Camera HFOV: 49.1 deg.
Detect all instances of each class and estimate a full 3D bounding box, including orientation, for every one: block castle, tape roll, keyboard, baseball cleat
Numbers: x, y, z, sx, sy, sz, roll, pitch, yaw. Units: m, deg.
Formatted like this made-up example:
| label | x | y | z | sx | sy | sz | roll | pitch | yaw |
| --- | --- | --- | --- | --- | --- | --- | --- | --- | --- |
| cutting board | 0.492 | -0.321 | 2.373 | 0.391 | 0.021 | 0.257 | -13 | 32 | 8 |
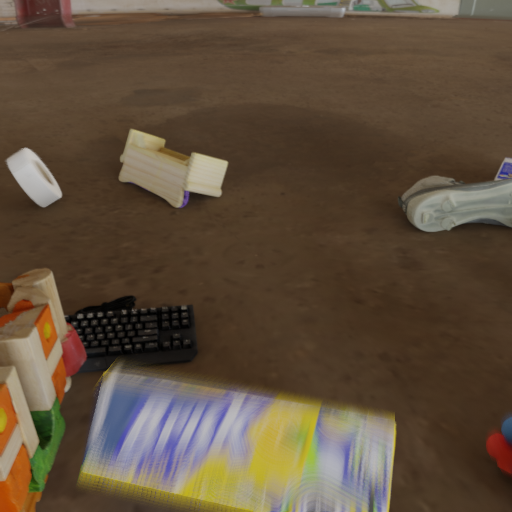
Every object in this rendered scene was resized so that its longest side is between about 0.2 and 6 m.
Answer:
| label | x | y | z | sx | sy | sz | roll | pitch | yaw |
| --- | --- | --- | --- | --- | --- | --- | --- | --- | --- |
| block castle | -2.897 | 1.536 | 4.820 | 2.225 | 1.562 | 3.330 | -5 | 26 | 1 |
| tape roll | -4.181 | -1.477 | 10.595 | 0.389 | 1.112 | 1.112 | -32 | 34 | -2 |
| keyboard | -1.973 | 0.927 | 7.156 | 2.367 | 0.304 | 1.421 | -4 | 29 | -8 |
| baseball cleat | 3.996 | -1.105 | 10.115 | 2.797 | 0.975 | 1.488 | -3 | 29 | -6 |

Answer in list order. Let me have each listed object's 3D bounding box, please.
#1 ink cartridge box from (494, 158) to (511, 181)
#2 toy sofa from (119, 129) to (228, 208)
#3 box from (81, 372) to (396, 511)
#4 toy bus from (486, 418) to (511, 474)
| label | x | y | z | sx | sy | sz | roll | pitch | yaw |
| --- | --- | --- | --- | --- | --- | --- | --- | --- | --- |
| ink cartridge box | 5.497 | -1.616 | 11.713 | 0.850 | 0.333 | 1.794 | 14 | 34 | 25 |
| toy sofa | -1.763 | -1.752 | 11.528 | 2.303 | 1.124 | 0.954 | 26 | 13 | 38 |
| box | -0.128 | 1.648 | 4.839 | 2.541 | 0.890 | 0.817 | 6 | -15 | 15 |
| toy bus | 3.071 | 1.792 | 4.832 | 1.892 | 1.284 | 1.817 | -12 | 15 | -26 |
